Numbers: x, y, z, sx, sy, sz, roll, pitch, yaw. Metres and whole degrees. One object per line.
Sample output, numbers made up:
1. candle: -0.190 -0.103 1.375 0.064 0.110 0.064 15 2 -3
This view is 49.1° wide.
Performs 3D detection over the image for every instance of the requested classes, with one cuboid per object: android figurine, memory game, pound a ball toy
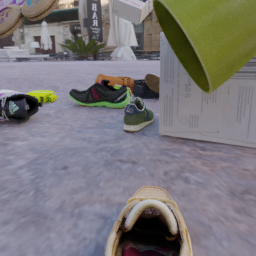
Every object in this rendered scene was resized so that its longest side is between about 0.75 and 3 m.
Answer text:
1. android figurine: -3.692 -1.288 11.578 1.500 0.338 1.648 3 17 10
2. memory game: -1.489 -2.345 4.159 2.698 2.698 0.172 10 -23 31
3. pound a ball toy: -0.521 -1.294 11.493 0.857 0.559 1.315 -37 32 -22

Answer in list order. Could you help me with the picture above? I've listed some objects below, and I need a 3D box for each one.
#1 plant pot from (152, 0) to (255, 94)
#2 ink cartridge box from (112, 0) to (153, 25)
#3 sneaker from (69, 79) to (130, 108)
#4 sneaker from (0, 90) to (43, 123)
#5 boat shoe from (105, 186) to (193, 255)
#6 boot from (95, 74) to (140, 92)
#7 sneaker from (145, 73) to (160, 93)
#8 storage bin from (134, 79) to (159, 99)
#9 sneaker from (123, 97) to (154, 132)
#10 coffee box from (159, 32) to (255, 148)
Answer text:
1. plant pot: 1.651 -1.786 4.432 1.892 1.771 1.771 -32 14 8
2. ink cartridge box: 0.289 -4.602 10.220 1.138 0.660 1.541 26 55 10
3. sneaker: -1.063 -1.332 10.516 2.397 1.004 0.920 4 17 13
4. sneaker: -3.627 -0.602 7.912 1.904 1.058 2.723 8 19 28
5. boat shoe: 0.242 1.056 2.672 0.841 0.789 2.282 2 16 5
6. boot: -0.394 -1.997 13.356 1.926 0.951 2.481 10 12 17
7. sneaker: 1.543 -1.825 11.925 1.775 0.622 0.963 31 27 -1
8. storage bin: 1.133 -1.803 12.648 1.581 0.741 1.069 -10 19 -29
9. sneaker: 0.351 -0.498 7.998 0.602 0.806 1.796 6 17 20
10. coffee box: 2.313 -1.155 7.230 2.483 2.480 2.456 6 17 21
